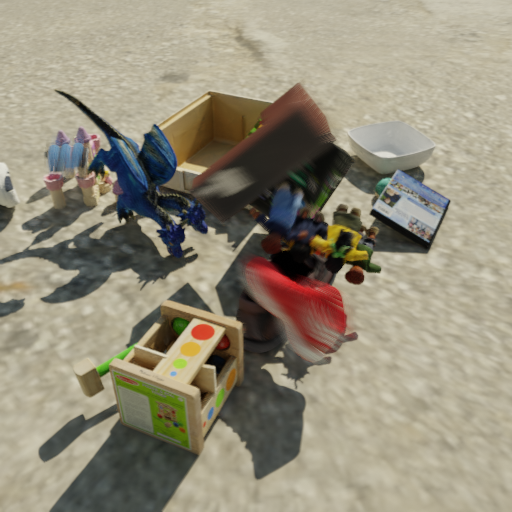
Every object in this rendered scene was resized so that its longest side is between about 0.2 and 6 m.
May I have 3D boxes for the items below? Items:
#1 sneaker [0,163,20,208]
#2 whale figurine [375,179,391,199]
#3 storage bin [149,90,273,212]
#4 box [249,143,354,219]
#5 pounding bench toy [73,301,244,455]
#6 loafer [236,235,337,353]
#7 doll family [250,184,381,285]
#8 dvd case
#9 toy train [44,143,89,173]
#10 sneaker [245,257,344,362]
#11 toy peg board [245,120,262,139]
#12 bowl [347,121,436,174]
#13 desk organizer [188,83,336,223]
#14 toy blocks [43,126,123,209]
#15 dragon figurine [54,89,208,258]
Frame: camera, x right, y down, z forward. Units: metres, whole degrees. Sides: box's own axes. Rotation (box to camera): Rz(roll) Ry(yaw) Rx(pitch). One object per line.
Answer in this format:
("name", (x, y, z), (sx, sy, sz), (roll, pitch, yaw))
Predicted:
("sneaker", (-6.406, -1.530, 12.405), (1.669, 1.024, 2.565), (-26, 44, -28))
("whale figurine", (3.104, -1.470, 12.753), (0.693, 0.452, 0.871), (-17, 34, -20))
("storage bin", (-0.534, -2.587, 13.450), (3.048, 1.428, 3.026), (17, 40, 20))
("box", (0.909, -1.460, 11.069), (1.143, 1.839, 1.366), (35, 10, 11))
("pounding bench toy", (-1.374, 1.539, 8.152), (2.054, 1.276, 1.602), (15, 40, 18))
("loafer", (0.637, 0.327, 9.868), (1.147, 1.005, 3.190), (15, 42, 25))
("doll family", (1.037, -0.299, 9.498), (2.390, 0.938, 1.382), (16, 58, 8))
("dvd case", (3.369, -1.052, 12.114), (1.401, 0.172, 1.963), (33, 44, 8))
("toy train", (-3.498, -1.813, 10.380), (0.801, 0.347, 0.458), (-9, 78, -21))
("sneaker", (0.675, 0.535, 8.410), (0.741, 1.093, 1.892), (-16, 61, -48))
("toy peg board", (0.007, -2.548, 12.978), (0.773, 1.581, 1.575), (43, 47, -2))
("bowl", (3.372, -2.701, 14.225), (1.810, 0.675, 1.807), (-14, 39, -19))
("desk organizer", (0.061, -1.794, 9.825), (2.521, 0.904, 0.971), (-34, 32, 21))
("toy blocks", (-3.741, -2.263, 12.824), (1.979, 1.666, 1.849), (-3, 37, -4))
("dragon figurine", (-2.407, -1.858, 11.352), (1.205, 4.094, 2.035), (-30, 9, -37))
